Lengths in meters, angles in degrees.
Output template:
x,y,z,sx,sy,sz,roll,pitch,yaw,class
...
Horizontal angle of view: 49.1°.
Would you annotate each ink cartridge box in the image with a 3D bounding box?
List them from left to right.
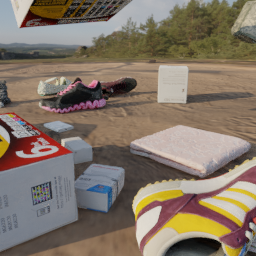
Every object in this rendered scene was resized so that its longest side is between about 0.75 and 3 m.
x,y,z,sx,sy,sz,roll,pitch,yaw,class
-2.488,0.739,4.301,2.416,1.154,2.752,-14,22,-36,ink cartridge box
-1.232,-3.358,6.631,2.602,1.091,2.284,-18,6,-30,ink cartridge box
-0.498,0.992,4.785,0.659,0.386,0.900,6,17,16,ink cartridge box

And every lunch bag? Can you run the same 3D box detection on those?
x,y,z,sx,sy,sz,roll,pitch,yaw,class
4.218,-3.466,9.162,0.924,1.326,1.112,21,17,-22,lunch bag

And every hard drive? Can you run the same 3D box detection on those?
x,y,z,sx,sy,sz,roll,pitch,yaw,class
-2.143,-0.046,8.649,0.821,0.108,0.541,16,23,42,hard drive

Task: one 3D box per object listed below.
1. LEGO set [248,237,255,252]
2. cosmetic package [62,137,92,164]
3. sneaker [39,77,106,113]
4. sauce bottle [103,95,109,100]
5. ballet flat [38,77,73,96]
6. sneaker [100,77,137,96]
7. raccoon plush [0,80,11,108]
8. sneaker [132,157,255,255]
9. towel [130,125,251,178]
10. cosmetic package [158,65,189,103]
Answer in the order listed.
x,y,z,sx,sy,sz,roll,pitch,yaw,class
2.100,1.234,3.866,1.889,0.464,1.411,3,14,30,LEGO set
-1.186,0.496,6.455,0.453,0.357,0.841,-8,19,-28,cosmetic package
-2.145,-1.317,10.877,2.650,1.264,1.047,-12,22,-30,sneaker
-1.300,-1.253,12.215,1.065,0.352,0.352,-13,21,-43,sauce bottle
-3.554,-2.232,14.594,0.903,0.903,2.516,12,20,35,ballet flat
-0.585,-1.884,13.728,2.194,0.830,1.268,-11,23,0,sneaker
-5.326,-1.487,11.858,0.706,0.977,1.459,-10,20,-31,raccoon plush
1.343,1.123,3.438,2.500,0.937,1.126,-14,36,0,sneaker
1.465,0.460,6.614,2.069,0.349,2.166,15,23,42,towel
1.991,-1.968,12.489,1.272,1.520,1.264,2,17,7,cosmetic package
